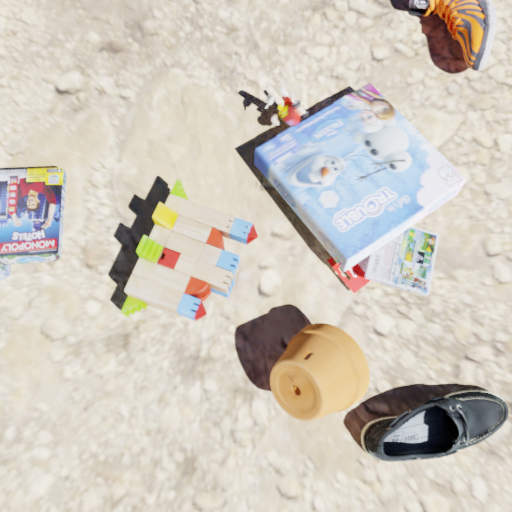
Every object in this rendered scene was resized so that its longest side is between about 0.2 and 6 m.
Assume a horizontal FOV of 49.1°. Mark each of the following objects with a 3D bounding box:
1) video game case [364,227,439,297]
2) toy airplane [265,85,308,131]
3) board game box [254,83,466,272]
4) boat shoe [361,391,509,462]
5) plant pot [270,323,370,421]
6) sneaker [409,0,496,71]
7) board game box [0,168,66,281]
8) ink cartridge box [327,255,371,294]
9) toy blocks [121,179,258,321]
[{"bbox_3d":[2.717,0.003,10.406,1.184,0.143,1.299,17,65,4],"label":"video game case"},{"bbox_3d":[0.556,-2.875,11.064,0.685,0.966,0.971,-39,84,13],"label":"toy airplane"},{"bbox_3d":[1.928,-1.602,10.677,2.852,0.619,2.838,-33,71,-14],"label":"board game box"},{"bbox_3d":[3.082,2.867,9.335,2.587,0.858,0.967,-8,80,-2],"label":"boat shoe"},{"bbox_3d":[0.933,1.989,9.143,1.057,1.510,1.510,-24,70,-47],"label":"plant pot"},{"bbox_3d":[4.062,-5.089,11.851,1.619,1.121,2.889,3,62,5],"label":"sneaker"},{"bbox_3d":[-4.720,-0.427,10.476,2.318,0.715,2.317,-2,74,-1],"label":"board game box"},{"bbox_3d":[1.983,0.082,10.501,1.036,0.260,0.834,-33,76,-21],"label":"ink cartridge box"},{"bbox_3d":[-1.082,0.134,9.960,1.759,1.286,2.574,20,73,7],"label":"toy blocks"}]
